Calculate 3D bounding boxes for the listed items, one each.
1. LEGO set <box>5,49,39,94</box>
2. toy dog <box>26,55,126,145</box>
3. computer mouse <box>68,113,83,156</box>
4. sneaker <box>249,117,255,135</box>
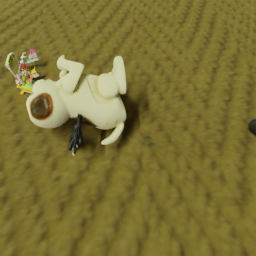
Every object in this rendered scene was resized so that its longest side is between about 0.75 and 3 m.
[{"bbox_3d":[-3.519,-1.897,9.695,1.215,0.983,2.641,-30,51,-5],"label":"LEGO set"},{"bbox_3d":[-1.491,-0.728,7.983,2.644,1.845,2.563,-6,91,-14],"label":"toy dog"},{"bbox_3d":[-1.370,0.374,7.593,0.331,1.440,1.011,10,53,-16],"label":"computer mouse"},{"bbox_3d":[4.166,0.497,7.800,0.897,0.802,2.191,-39,50,-5],"label":"sneaker"}]
